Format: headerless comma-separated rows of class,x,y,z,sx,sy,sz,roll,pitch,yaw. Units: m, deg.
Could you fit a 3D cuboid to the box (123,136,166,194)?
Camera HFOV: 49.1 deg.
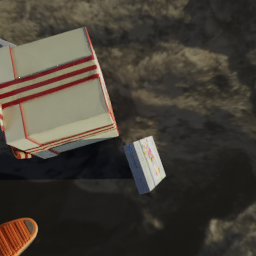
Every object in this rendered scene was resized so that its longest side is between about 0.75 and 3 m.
box,0.487,0.922,7.497,0.333,1.616,1.260,-20,86,20

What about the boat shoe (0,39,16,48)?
boat shoe,-3.694,-2.305,8.480,1.768,0.501,0.607,34,81,4

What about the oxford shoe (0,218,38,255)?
oxford shoe,-3.565,3.473,7.406,2.852,1.040,1.017,-35,58,-11

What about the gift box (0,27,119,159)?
gift box,-1.951,-0.868,7.190,2.720,2.913,2.688,-17,70,1
